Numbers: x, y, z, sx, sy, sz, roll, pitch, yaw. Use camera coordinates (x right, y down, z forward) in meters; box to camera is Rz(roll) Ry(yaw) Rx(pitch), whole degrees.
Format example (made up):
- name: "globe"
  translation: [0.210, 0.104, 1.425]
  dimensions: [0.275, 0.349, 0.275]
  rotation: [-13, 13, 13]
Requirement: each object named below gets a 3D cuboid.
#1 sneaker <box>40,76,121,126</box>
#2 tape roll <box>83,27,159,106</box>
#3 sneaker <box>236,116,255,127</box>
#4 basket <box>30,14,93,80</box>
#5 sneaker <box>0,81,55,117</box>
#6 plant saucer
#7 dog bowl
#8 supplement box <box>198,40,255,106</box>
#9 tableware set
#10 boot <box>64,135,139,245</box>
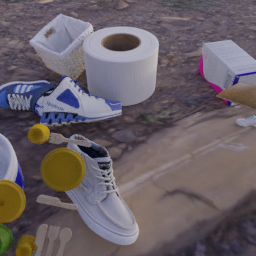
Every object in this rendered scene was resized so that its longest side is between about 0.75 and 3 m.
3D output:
- name: "sneaker"
  translation: [-1.447, -0.878, 8.466]
  dimensions: [2.525, 1.458, 1.020]
  rotation: [-6, -1, -7]
- name: "tape roll"
  translation: [-0.237, -2.212, 9.816]
  dimensions: [2.541, 1.745, 2.541]
  rotation: [0, 44, 0]
- name: "sneaker"
  translation: [3.817, -0.247, 8.752]
  dimensions: [0.829, 0.367, 0.312]
  rotation: [5, 45, 5]
- name: "basket"
  translation: [-2.301, -3.050, 10.620]
  dimensions: [1.795, 1.443, 1.778]
  rotation: [28, 68, 28]
- name: "sneaker"
  translation: [-3.231, -0.843, 9.021]
  dimensions: [2.092, 0.843, 1.531]
  rotation: [-16, 41, -23]
- name: "plant saucer"
  translation: [3.441, -0.487, 6.336]
  dimensions: [2.808, 0.497, 2.808]
  rotation: [17, 13, -4]
- name: "dog bowl"
  translation: [-3.994, 1.348, 6.503]
  dimensions: [2.887, 1.137, 2.887]
  rotation: [0, 44, 0]
- name: "supplement box"
  translation: [3.633, -2.042, 10.027]
  dimensions: [1.237, 1.211, 2.393]
  rotation: [-12, 45, -12]
- name: "tableware set"
  translation: [-1.933, 1.339, 5.681]
  dimensions: [1.903, 2.826, 0.434]
  rotation: [13, 3, -8]
- name: "boot"
  translation: [-0.665, 1.250, 6.309]
  dimensions: [2.716, 1.298, 0.999]
  rotation: [36, 27, 30]
